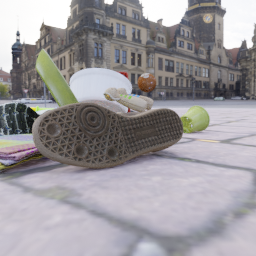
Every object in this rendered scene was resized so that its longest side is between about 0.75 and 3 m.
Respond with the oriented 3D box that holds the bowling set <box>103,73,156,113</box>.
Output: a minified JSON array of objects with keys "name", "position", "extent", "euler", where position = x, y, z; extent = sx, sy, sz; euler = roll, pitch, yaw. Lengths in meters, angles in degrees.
[{"name":"bowling set","position":[-0.091,-0.703,7.514],"extent":[1.379,1.788,2.569],"euler":[21,7,12]}]

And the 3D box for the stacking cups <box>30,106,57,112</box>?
[{"name":"stacking cups","position":[-2.069,-0.222,9.167],"extent":[2.989,0.904,0.904],"euler":[3,5,-10]}]

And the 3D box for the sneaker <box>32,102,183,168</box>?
[{"name":"sneaker","position":[-0.305,0.206,4.761],"extent":[2.811,0.990,1.062],"euler":[-1,-15,-37]}]

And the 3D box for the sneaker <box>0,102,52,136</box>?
[{"name":"sneaker","position":[-2.887,-0.089,7.444],"extent":[1.102,0.971,2.473],"euler":[-6,-5,17]}]

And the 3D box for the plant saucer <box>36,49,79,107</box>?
[{"name":"plant saucer","position":[-1.522,-0.660,6.712],"extent":[0.389,2.505,2.505],"euler":[-31,12,-10]}]

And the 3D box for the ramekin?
[{"name":"ramekin","position":[-1.224,-1.262,12.170],"extent":[2.743,1.337,2.743],"euler":[3,-22,1]}]

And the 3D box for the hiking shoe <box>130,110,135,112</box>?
[{"name":"hiking shoe","position":[0.424,-0.570,14.505],"extent":[0.778,0.586,1.546],"euler":[7,12,-16]}]

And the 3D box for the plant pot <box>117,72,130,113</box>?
[{"name":"plant pot","position":[-1.433,-1.447,14.712],"extent":[2.498,2.500,2.203],"euler":[-2,-6,-18]}]

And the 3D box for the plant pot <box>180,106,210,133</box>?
[{"name":"plant pot","position":[2.046,-0.203,8.983],"extent":[0.875,0.875,0.804],"euler":[5,19,42]}]

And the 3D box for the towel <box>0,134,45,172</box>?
[{"name":"towel","position":[-2.005,0.355,5.183],"extent":[1.889,0.300,2.630],"euler":[1,5,20]}]
